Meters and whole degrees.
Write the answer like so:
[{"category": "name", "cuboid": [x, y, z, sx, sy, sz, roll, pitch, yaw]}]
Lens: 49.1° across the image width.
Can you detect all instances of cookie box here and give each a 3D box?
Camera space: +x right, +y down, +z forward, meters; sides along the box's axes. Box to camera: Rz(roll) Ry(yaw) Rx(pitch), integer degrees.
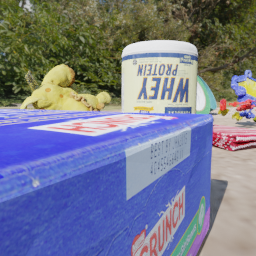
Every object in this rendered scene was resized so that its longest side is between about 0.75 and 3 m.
[{"category": "cookie box", "cuboid": [-0.790, 0.307, 1.403, 2.086, 0.784, 1.784, 3, 6, 27]}]

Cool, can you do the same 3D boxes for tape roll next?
[{"category": "tape roll", "cuboid": [2.267, -1.278, 10.743, 2.193, 2.193, 0.527, -5, -17, -44]}]

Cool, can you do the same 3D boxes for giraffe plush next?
[{"category": "giraffe plush", "cuboid": [-1.443, -0.575, 7.243, 1.770, 1.883, 2.182, 23, -5, 11]}]

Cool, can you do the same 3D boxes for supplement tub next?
[{"category": "supplement tub", "cuboid": [0.517, -0.480, 4.705, 1.253, 1.729, 1.253, 0, 5, 0]}]

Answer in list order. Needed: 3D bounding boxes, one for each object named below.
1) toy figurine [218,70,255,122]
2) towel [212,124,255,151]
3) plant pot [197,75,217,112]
[{"category": "toy figurine", "cuboid": [3.996, -1.066, 8.663, 2.595, 1.555, 1.369, 13, -18, -29]}, {"category": "towel", "cuboid": [1.846, 0.112, 6.169, 1.949, 0.303, 2.695, -1, 7, -32]}, {"category": "plant pot", "cuboid": [4.004, -1.815, 17.315, 1.732, 2.571, 2.571, -34, -15, 32]}]
